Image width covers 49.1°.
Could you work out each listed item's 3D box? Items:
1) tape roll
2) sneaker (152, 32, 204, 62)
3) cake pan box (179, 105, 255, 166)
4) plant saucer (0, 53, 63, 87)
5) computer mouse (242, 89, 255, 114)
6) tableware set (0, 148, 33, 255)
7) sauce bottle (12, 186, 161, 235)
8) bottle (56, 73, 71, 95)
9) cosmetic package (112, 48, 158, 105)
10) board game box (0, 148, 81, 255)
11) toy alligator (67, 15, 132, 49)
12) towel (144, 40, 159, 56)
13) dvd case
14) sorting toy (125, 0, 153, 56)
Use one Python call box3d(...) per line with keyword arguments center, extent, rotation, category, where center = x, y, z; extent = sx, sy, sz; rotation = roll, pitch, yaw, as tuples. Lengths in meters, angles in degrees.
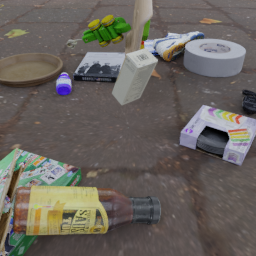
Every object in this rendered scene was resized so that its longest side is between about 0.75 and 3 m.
box3d(center=(3.762, -3.135, 12.344), extent=(2.550, 0.842, 2.550), rotation=(0, 34, 0), category="tape roll")
box3d(center=(2.457, -4.204, 13.458), extent=(2.927, 1.102, 1.290), rotation=(-26, 57, -34), category="sneaker")
box3d(center=(2.599, 0.142, 7.977), extent=(1.752, 0.498, 1.902), rotation=(19, 39, 29), category="cake pan box")
box3d(center=(-4.216, -2.442, 11.721), extent=(2.952, 0.435, 2.952), rotation=(1, 35, 0), category="plant saucer")
box3d(center=(4.407, -0.769, 9.435), extent=(1.147, 0.376, 1.633), rotation=(14, 32, 12), category="computer mouse")
box3d(center=(-2.104, 1.373, 5.011), extent=(0.380, 1.253, 1.896), rotation=(17, 30, -20), category="tableware set")
box3d(center=(-0.713, 1.549, 5.322), extent=(2.715, 0.896, 0.896), rotation=(4, 33, -15), category="sauce bottle")
box3d(center=(-2.436, -1.718, 10.680), extent=(0.539, 0.422, 1.291), rotation=(-4, 35, -8), category="bottle")
box3d(center=(0.122, -1.070, 5.979), extent=(0.597, 1.154, 0.422), rotation=(-26, 68, -35), category="cosmetic package")
box3d(center=(-2.552, 1.620, 5.903), extent=(1.936, 0.419, 2.877), rotation=(14, 37, 19), category="board game box")
box3d(center=(-0.939, -3.213, 9.329), extent=(2.736, 0.811, 0.742), rotation=(-1, 47, 37), category="toy alligator")
box3d(center=(1.055, -4.123, 14.306), extent=(1.401, 0.227, 1.907), rotation=(-3, 35, -3), category="towel")
box3d(center=(-1.091, -2.701, 12.179), extent=(1.963, 0.323, 2.612), rotation=(3, 35, 5), category="dvd case")
box3d(center=(0.333, -2.888, 8.128), extent=(0.458, 2.509, 2.323), rotation=(6, 58, -8), category="sorting toy")
